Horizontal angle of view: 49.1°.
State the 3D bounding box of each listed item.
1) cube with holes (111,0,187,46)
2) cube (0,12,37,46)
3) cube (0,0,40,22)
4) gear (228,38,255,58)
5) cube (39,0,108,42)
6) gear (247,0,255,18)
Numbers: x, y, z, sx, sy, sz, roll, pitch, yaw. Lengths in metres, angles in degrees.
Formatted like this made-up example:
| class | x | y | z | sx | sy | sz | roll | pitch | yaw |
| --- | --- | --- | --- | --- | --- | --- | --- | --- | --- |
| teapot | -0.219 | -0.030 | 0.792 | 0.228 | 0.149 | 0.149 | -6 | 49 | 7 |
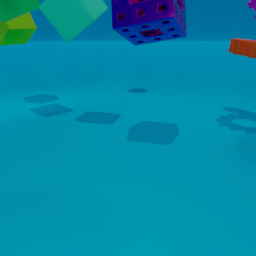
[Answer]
| class | x | y | z | sx | sy | sz | roll | pitch | yaw |
| --- | --- | --- | --- | --- | --- | --- | --- | --- | --- |
| cube with holes | 0.441 | -2.444 | 5.517 | 1.164 | 1.164 | 1.164 | -3 | -1 | 23 |
| cube | -3.981 | -3.584 | 9.664 | 1.030 | 1.030 | 1.030 | -23 | -2 | -45 |
| cube | -3.169 | -3.699 | 7.230 | 1.172 | 1.172 | 1.172 | 40 | 60 | 22 |
| gear | 3.520 | -1.938 | 6.999 | 1.852 | 0.342 | 1.852 | 6 | 22 | -2 |
| cube | -1.291 | -2.906 | 6.784 | 1.004 | 1.004 | 1.004 | -24 | 26 | 33 |
| gear | 3.772 | -3.305 | 7.085 | 0.303 | 1.636 | 1.636 | -39 | 30 | -10 |
